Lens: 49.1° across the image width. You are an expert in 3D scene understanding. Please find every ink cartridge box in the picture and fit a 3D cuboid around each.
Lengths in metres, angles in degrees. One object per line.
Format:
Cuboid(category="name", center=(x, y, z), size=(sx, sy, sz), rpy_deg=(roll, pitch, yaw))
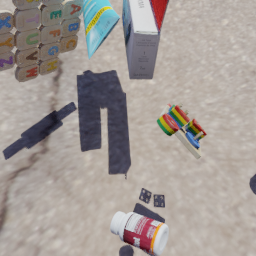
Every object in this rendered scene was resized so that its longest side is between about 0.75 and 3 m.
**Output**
Cuboid(category="ink cartridge box", center=(0.279, -2.620, 5.774), size=(0.554, 2.185, 2.480), rpy_deg=(0, 51, -7))

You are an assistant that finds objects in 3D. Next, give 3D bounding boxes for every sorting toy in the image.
Cuboid(category="sorting toy", center=(0.985, -0.049, 4.716), size=(0.316, 1.867, 0.900), rpy_deg=(-41, 92, 18))

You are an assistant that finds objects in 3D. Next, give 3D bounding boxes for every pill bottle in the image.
Cuboid(category="pill bottle", center=(0.173, 1.653, 4.485), size=(0.863, 0.488, 0.488), rpy_deg=(11, 56, 28))

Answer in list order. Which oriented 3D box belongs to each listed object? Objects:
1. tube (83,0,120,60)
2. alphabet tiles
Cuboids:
Cuboid(category="tube", center=(-0.720, -2.693, 6.778), size=(0.703, 1.080, 2.788), rpy_deg=(22, 32, -29))
Cuboid(category="alphabet tiles", center=(-2.012, -2.091, 6.341), size=(2.349, 2.401, 0.175), rpy_deg=(-30, 65, -37))
